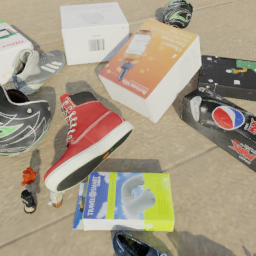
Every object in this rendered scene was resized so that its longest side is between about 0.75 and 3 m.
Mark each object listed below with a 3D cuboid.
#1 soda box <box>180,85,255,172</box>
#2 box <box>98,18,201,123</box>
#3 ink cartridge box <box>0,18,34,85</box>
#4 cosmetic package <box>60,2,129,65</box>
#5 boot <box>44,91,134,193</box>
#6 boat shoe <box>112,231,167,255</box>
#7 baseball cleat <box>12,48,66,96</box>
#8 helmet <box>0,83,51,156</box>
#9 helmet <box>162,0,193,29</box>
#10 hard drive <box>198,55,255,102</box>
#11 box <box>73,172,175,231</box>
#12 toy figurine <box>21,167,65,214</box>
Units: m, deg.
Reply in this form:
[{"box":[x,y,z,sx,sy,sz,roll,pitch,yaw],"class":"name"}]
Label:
[{"box":[2.852,-0.060,7.991,0.903,1.009,2.851,-31,51,-25],"class":"soda box"},{"box":[0.760,-1.870,8.962,2.007,1.402,2.636,31,75,29],"class":"box"},{"box":[-5.210,-3.000,10.911,2.154,1.243,2.949,-31,52,-29],"class":"ink cartridge box"},{"box":[-1.431,-4.018,11.736,2.539,1.566,2.547,-8,44,-8],"class":"cosmetic package"},{"box":[-1.356,0.145,6.711,1.939,0.973,2.687,40,47,10],"class":"boot"},{"box":[0.341,2.646,5.486,1.658,0.569,0.698,21,48,21],"class":"boat shoe"},{"box":[-3.096,-2.365,10.048,0.991,1.512,2.842,14,47,9],"class":"baseball cleat"},{"box":[-3.103,-0.195,7.480,1.883,1.976,1.976,38,51,1],"class":"helmet"},{"box":[2.354,-5.569,13.656,1.320,1.385,1.385,10,42,-14],"class":"helmet"},{"box":[4.051,-1.787,10.145,2.920,0.552,2.040,9,44,10],"class":"hard drive"},{"box":[-0.113,1.676,6.527,2.229,0.531,1.359,1,41,0],"class":"box"},{"box":[-2.024,1.464,6.685,1.009,0.713,1.025,-6,42,-14],"class":"toy figurine"}]
